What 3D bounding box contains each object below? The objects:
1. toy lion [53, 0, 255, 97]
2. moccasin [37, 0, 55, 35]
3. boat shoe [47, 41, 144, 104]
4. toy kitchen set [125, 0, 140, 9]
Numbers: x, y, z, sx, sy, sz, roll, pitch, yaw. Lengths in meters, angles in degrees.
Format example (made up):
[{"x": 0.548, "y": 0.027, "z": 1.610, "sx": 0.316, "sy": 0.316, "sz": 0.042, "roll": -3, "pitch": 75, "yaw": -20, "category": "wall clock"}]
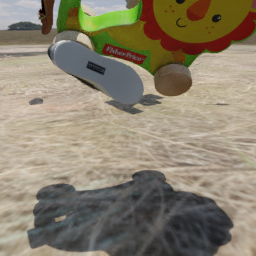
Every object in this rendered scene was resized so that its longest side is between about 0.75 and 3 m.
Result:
[{"x": 0.462, "y": -1.537, "z": 3.526, "sx": 2.478, "sy": 2.375, "sz": 0.851, "roll": 12, "pitch": 55, "yaw": -18, "category": "toy lion"}, {"x": -2.804, "y": -3.851, "z": 9.421, "sx": 0.566, "sy": 1.467, "sz": 0.537, "roll": -14, "pitch": 55, "yaw": -34, "category": "moccasin"}, {"x": -0.365, "y": -0.708, "z": 3.510, "sx": 1.317, "sy": 0.465, "sz": 0.419, "roll": 25, "pitch": 2, "yaw": -34, "category": "boat shoe"}, {"x": 1.230, "y": -4.336, "z": 8.984, "sx": 2.130, "sy": 1.921, "sz": 1.737, "roll": -1, "pitch": 52, "yaw": -37, "category": "toy kitchen set"}]
